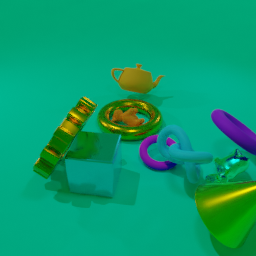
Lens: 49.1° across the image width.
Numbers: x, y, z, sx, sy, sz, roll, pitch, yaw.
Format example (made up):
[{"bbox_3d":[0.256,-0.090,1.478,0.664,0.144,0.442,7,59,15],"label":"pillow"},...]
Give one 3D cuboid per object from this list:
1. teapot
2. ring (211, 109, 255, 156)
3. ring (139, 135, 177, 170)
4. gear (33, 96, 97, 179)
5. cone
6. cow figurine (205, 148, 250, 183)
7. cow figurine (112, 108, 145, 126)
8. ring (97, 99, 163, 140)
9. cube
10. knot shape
[{"bbox_3d":[0.370,-1.760,9.967,2.027,0.993,1.261,8,10,-18],"label":"teapot"},{"bbox_3d":[2.671,0.090,6.775,1.564,0.313,1.564,31,21,-14],"label":"ring"},{"bbox_3d":[0.848,0.634,7.420,1.112,0.222,1.112,1,48,-2],"label":"ring"},{"bbox_3d":[-1.473,0.218,6.676,0.386,2.085,2.085,34,36,-6],"label":"gear"},{"bbox_3d":[2.196,1.293,5.160,1.340,1.345,1.340,27,37,-22],"label":"cone"},{"bbox_3d":[2.346,1.021,6.529,1.122,0.616,1.104,-29,14,12],"label":"cow figurine"},{"bbox_3d":[-0.038,-0.255,8.720,0.906,0.891,0.497,56,25,12],"label":"cow figurine"},{"bbox_3d":[0.057,-0.317,8.848,2.089,0.418,2.089,0,34,0],"label":"ring"},{"bbox_3d":[-0.761,0.826,6.577,1.067,1.067,1.067,5,34,7],"label":"cube"},{"bbox_3d":[1.254,0.549,6.580,0.692,1.498,1.401,-43,65,-7],"label":"knot shape"}]
